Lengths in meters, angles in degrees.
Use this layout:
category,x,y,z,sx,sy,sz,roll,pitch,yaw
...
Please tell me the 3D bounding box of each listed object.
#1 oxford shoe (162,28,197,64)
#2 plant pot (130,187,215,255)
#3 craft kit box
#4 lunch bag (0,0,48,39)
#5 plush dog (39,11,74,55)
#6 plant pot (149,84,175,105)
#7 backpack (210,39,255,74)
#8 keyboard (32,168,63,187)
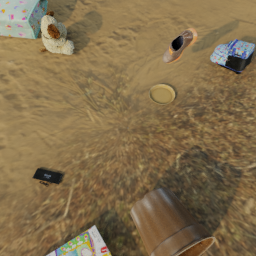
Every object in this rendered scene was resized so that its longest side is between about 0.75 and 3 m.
category,x,y,z,sx,sy,sz,roll,pitch,yaw
oxford shoe,1.547,-2.691,9.382,0.632,1.733,0.618,-26,81,-30
plant pot,1.046,2.646,7.429,1.775,1.775,1.757,-23,52,-14
craft kit box,-1.228,3.979,7.219,2.046,0.503,2.072,-30,61,-15
lunch bag,-4.855,-5.283,12.752,1.913,1.369,2.246,7,63,5
plush dog,-3.204,-3.990,11.768,1.454,1.556,1.812,-19,59,-12
plant pot,1.308,-1.276,10.845,1.013,0.139,1.013,0,56,0
backpack,4.186,-3.000,11.358,1.479,0.995,1.350,28,46,26
keyboard,-2.602,1.616,8.968,0.897,0.115,0.539,11,51,8
